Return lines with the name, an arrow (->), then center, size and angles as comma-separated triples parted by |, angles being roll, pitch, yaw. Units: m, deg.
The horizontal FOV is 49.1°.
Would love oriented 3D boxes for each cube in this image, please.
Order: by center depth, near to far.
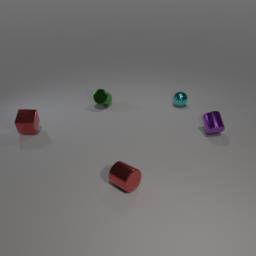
cube -> -3.875, -0.248, 10.814 | 0.700, 0.700, 0.700 | 3, 55, -4

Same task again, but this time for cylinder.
cylinder -> -0.086, 1.403, 8.154 | 0.700, 0.700, 0.700 | 21, 35, 37
cylinder -> 3.283, -0.192, 10.765 | 0.700, 0.700, 0.700 | -5, 65, -9
cylinder -> -1.169, -1.410, 13.029 | 0.700, 0.700, 0.700 | 8, -1, 14

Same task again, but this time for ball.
ball -> 2.470, -1.363, 13.212 | 0.700, 0.700, 0.700 | 0, 29, 0
